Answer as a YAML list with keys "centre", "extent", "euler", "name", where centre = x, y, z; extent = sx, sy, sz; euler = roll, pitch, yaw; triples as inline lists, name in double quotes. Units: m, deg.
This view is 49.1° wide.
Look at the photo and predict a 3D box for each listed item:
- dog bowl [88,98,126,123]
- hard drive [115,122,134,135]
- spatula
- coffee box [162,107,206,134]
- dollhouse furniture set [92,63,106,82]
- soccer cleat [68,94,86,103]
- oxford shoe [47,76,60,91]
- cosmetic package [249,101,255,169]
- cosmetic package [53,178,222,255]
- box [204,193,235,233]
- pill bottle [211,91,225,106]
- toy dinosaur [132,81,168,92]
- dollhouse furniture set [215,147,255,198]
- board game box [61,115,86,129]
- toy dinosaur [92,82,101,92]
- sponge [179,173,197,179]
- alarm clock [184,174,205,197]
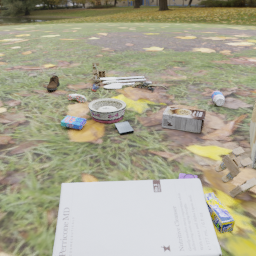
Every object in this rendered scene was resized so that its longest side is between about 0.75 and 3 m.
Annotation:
- centre: [-0.868, -0.721, 11.872]
  extent: [1.593, 0.587, 1.593]
  euler: [0, 27, 0]
  name: "dog bowl"
- centre: [-0.152, 0.013, 10.864]
  extent: [0.548, 0.129, 0.786]
  euler: [-11, 31, -14]
  name: "hard drive"
- centre: [-0.146, -2.695, 16.376]
  extent: [2.811, 0.226, 1.954]
  euler: [-5, 23, -15]
  name: "spatula"
- centre: [2.206, -0.339, 11.047]
  extent: [1.559, 0.622, 0.881]
  euler: [9, 28, 17]
  name: "coffee box"
- centre: [-1.693, -3.255, 16.604]
  extent: [0.752, 0.992, 1.132]
  euler: [-3, 0, -3]
  name: "dollhouse furniture set"
- centre: [-2.448, -1.497, 13.707]
  extent: [1.107, 0.384, 0.429]
  euler: [11, 26, 27]
  name: "soccer cleat"
- centre: [-4.140, -2.476, 15.348]
  extent: [0.583, 0.677, 1.604]
  euler: [0, 28, -5]
  name: "oxford shoe"
- centre: [4.657, 0.126, 9.215]
  extent: [0.978, 1.447, 2.751]
  euler: [9, 26, 17]
  name: "cosmetic package"
- centre: [0.091, 1.936, 5.402]
  extent: [2.804, 1.138, 1.582]
  euler: [-2, 47, -5]
  name: "cosmetic package"
- centre: [2.107, 1.992, 6.662]
  extent: [0.352, 0.323, 1.004]
  euler: [-6, 28, -12]
  name: "box"
- centre: [4.291, -1.396, 13.310]
  extent: [0.521, 0.521, 0.929]
  euler: [2, 25, 5]
  name: "pill bottle"
- centre: [1.129, -2.268, 15.208]
  extent: [1.989, 0.472, 0.876]
  euler: [10, 21, 12]
  name: "toy dinosaur"
- centre: [2.862, 1.236, 7.565]
  extent: [0.677, 0.956, 1.041]
  euler: [-14, 59, -29]
  name: "dollhouse furniture set"
- centre: [-2.135, -0.227, 11.017]
  extent: [0.825, 0.186, 0.627]
  euler: [10, 29, 9]
  name: "board game box"
- centre: [-1.802, -2.178, 15.297]
  extent: [0.898, 0.471, 0.815]
  euler: [-31, 17, 47]
  name: "toy dinosaur"
- centre: [1.628, 1.581, 7.710]
  extent: [0.507, 0.136, 0.909]
  euler: [6, 27, 13]
  name: "sponge"
- centre: [1.401, 1.646, 6.821]
  extent: [0.957, 0.472, 1.418]
  euler: [1, 40, 22]
  name: "alarm clock"
